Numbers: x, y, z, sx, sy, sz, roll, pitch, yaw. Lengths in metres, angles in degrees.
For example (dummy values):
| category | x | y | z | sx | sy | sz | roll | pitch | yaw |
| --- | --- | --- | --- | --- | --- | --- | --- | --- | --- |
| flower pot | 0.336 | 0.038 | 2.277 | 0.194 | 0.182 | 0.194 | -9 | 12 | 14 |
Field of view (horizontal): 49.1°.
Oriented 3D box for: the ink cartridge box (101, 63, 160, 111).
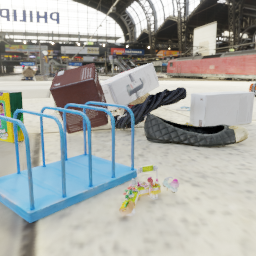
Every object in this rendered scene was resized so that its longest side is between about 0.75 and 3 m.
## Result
| category | x | y | z | sx | sy | sz | roll | pitch | yaw |
| --- | --- | --- | --- | --- | --- | --- | --- | --- | --- |
| ink cartridge box | -0.254 | -1.576 | 11.182 | 2.520 | 1.069 | 1.835 | -31 | 17 | -38 |

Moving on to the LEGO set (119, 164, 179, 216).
| category | x | y | z | sx | sy | sz | roll | pitch | yaw |
| --- | --- | --- | --- | --- | --- | --- | --- | --- | --- |
| LEGO set | 0.229 | 0.898 | 4.372 | 1.247 | 0.464 | 0.574 | -11 | 16 | -43 |

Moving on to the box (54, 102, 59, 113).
| category | x | y | z | sx | sy | sz | roll | pitch | yaw |
| --- | --- | --- | --- | --- | --- | --- | --- | --- | --- |
| box | -2.785 | -1.063 | 13.429 | 1.141 | 0.552 | 1.004 | 4 | 12 | 14 |

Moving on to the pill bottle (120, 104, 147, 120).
| category | x | y | z | sx | sy | sz | roll | pitch | yaw |
| --- | --- | --- | --- | --- | --- | --- | --- | --- | --- |
| pill bottle | 0.204 | -0.618 | 11.164 | 0.622 | 0.622 | 1.101 | -10 | 16 | -40 |

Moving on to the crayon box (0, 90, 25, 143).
| category | x | y | z | sx | sy | sz | roll | pitch | yaw |
| --- | --- | --- | --- | --- | --- | --- | --- | --- | --- |
| crayon box | -3.736 | -0.374 | 8.118 | 1.616 | 1.395 | 0.471 | 7 | 14 | 29 |

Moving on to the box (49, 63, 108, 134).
| category | x | y | z | sx | sy | sz | roll | pitch | yaw |
| --- | --- | --- | --- | --- | --- | --- | --- | --- | --- |
| box | -1.460 | -0.920 | 8.766 | 1.329 | 1.618 | 1.343 | -13 | 32 | 3 |

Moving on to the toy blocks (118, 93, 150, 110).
| category | x | y | z | sx | sy | sz | roll | pitch | yaw |
| --- | --- | --- | --- | --- | --- | --- | --- | --- | --- |
| toy blocks | -0.269 | -1.439 | 13.271 | 1.936 | 1.416 | 2.833 | -17 | 37 | -33 |

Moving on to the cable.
| category | x | y | z | sx | sy | sz | roll | pitch | yaw |
| --- | --- | --- | --- | --- | --- | --- | --- | --- | --- |
| cable | 0.760 | -0.773 | 8.873 | 2.728 | 0.693 | 2.226 | -26 | -4 | -20 |

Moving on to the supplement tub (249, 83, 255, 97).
| category | x | y | z | sx | sy | sz | roll | pitch | yaw |
| --- | --- | --- | --- | --- | --- | --- | --- | --- | --- |
| supplement tub | 9.534 | -2.654 | 19.548 | 1.129 | 1.129 | 1.843 | -12 | 17 | -44 |

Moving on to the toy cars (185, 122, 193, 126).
| category | x | y | z | sx | sy | sz | roll | pitch | yaw |
| --- | --- | --- | --- | --- | --- | --- | --- | --- | --- |
| toy cars | 1.864 | -0.125 | 9.869 | 0.878 | 0.194 | 0.394 | 3 | 12 | 12 |

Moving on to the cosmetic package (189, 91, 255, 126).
| category | x | y | z | sx | sy | sz | roll | pitch | yaw |
| --- | --- | --- | --- | --- | --- | --- | --- | --- | --- |
| cosmetic package | 3.424 | -0.703 | 10.187 | 2.400 | 1.220 | 0.889 | -4 | 13 | -26 |

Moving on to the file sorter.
| category | x | y | z | sx | sy | sz | roll | pitch | yaw |
| --- | --- | --- | --- | --- | --- | --- | --- | --- | --- |
| file sorter | -1.104 | 0.336 | 4.868 | 1.554 | 1.374 | 2.240 | 11 | 16 | 41 |

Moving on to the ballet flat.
| category | x | y | z | sx | sy | sz | roll | pitch | yaw |
| --- | --- | --- | --- | --- | --- | --- | --- | --- | --- |
| ballet flat | 1.798 | 0.045 | 7.596 | 2.799 | 0.795 | 0.930 | 2 | 12 | 12 |

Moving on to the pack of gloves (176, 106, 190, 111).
| category | x | y | z | sx | sy | sz | roll | pitch | yaw |
| --- | --- | --- | --- | --- | --- | --- | --- | --- | --- |
| pack of gloves | 3.234 | -1.044 | 14.023 | 1.432 | 0.283 | 1.203 | 5 | 14 | 23 |
